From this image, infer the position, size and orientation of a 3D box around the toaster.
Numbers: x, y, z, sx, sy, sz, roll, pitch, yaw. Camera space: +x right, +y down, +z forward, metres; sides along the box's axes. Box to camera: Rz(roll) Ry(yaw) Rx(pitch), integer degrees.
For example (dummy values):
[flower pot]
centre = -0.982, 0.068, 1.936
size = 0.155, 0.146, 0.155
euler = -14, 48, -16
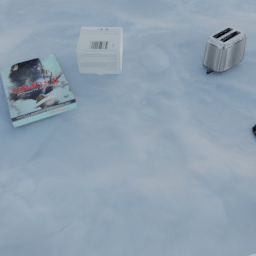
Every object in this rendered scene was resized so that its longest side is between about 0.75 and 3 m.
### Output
[toaster]
centre = 3.522, -2.893, 10.320
size = 1.884, 1.217, 1.071
euler = -31, 51, -20

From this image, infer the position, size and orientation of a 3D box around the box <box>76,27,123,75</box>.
[box]
centre = -1.011, -2.921, 10.524
size = 1.588, 1.043, 1.596
euler = 2, 53, 1

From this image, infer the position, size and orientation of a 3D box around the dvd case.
[dvd case]
centre = -3.203, -1.451, 9.823
size = 2.142, 0.323, 2.934
euler = -19, 54, -14

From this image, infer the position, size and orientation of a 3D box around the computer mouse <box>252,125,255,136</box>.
[computer mouse]
centre = 4.470, 0.277, 8.539
size = 0.967, 0.317, 1.377
euler = -12, 53, -10

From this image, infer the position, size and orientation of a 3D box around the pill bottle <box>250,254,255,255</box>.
[pill bottle]
centre = 2.886, 3.408, 5.507
size = 0.894, 0.894, 1.586
euler = -3, 81, -2
